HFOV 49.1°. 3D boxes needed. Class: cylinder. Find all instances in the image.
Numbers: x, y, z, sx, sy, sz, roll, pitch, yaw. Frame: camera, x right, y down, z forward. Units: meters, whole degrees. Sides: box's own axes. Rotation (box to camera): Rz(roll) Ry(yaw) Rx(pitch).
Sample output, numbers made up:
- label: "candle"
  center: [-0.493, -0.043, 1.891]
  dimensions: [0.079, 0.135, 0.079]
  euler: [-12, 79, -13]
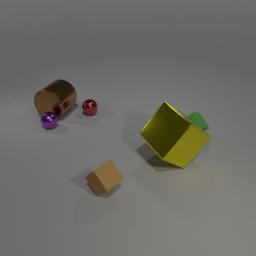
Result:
- label: "cylinder"
  center: [-3.182, -1.266, 12.388]
  dimensions: [1.400, 1.400, 1.400]
  euler: [9, 31, 15]

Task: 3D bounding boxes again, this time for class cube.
- label: "cube"
  center: [2.513, -0.118, 10.565]
  dimensions: [0.700, 0.700, 0.700]
  euler: [5, 53, -59]
- label: "cube"
  center: [1.532, 0.245, 9.177]
  dimensions: [1.400, 1.400, 1.400]
  euler: [25, 17, -45]
- label: "cube"
  center: [-0.691, 1.454, 8.183]
  dimensions: [0.700, 0.700, 0.700]
  euler: [-33, 86, -38]

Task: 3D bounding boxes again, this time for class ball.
- label: "ball"
  center: [-1.696, -0.943, 12.502]
  dimensions: [0.700, 0.700, 0.700]
  euler: [0, 31, 0]
- label: "ball"
  center: [-3.242, -0.326, 11.514]
  dimensions: [0.700, 0.700, 0.700]
  euler: [0, 31, 0]
